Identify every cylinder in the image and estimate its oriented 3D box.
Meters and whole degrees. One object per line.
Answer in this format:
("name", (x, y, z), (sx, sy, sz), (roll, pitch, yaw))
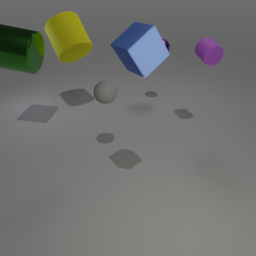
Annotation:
("cylinder", (-3.693, -2.612, 9.310), (1.400, 1.400, 1.400), (12, 31, 2))
("cylinder", (2.688, -2.544, 9.319), (0.700, 0.700, 0.700), (-9, 43, -14))
("cylinder", (-2.292, -3.491, 10.858), (1.400, 1.400, 1.400), (-26, -5, -3))

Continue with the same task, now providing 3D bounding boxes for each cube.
("cube", (0.234, -1.526, 5.444), (0.700, 0.700, 0.700), (-44, 39, -6))

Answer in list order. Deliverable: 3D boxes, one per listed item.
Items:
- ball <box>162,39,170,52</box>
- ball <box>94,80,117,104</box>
("ball", (1.387, -3.339, 11.628), (0.700, 0.700, 0.700), (0, 30, 0))
("ball", (-0.671, -1.067, 8.321), (0.700, 0.700, 0.700), (0, 30, 0))
